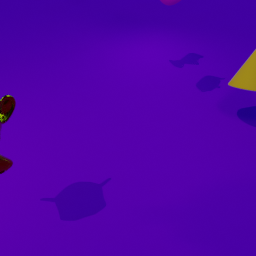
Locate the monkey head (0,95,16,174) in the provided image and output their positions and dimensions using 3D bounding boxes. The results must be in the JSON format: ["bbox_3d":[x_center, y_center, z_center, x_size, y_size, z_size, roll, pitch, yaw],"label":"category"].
[{"bbox_3d":[-2.617,0.204,4.948,1.747,1.257,1.053,-30,49,3],"label":"monkey head"}]

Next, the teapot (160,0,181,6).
[{"bbox_3d":[1.270,-3.803,7.469,1.551,0.965,0.760,-19,25,-39],"label":"teapot"}]

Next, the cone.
[{"bbox_3d":[3.543,-1.718,7.827,1.194,1.199,1.194,6,18,-2],"label":"cone"}]
